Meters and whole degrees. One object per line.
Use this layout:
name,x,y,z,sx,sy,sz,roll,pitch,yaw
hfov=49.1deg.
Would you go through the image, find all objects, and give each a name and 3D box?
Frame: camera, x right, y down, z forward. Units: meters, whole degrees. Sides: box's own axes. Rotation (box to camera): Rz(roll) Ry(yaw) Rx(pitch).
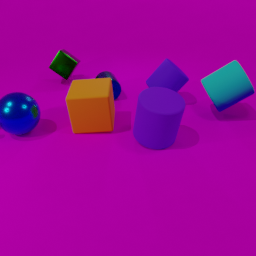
ball,-3.225,-0.427,8.230,1.262,1.262,1.262,0,33,0
cube,-1.086,-0.694,8.555,1.227,1.227,1.227,-3,35,3
cylinder,-0.754,-1.554,10.358,0.860,0.860,0.860,-8,34,-13
cube,-2.566,-2.602,11.426,0.854,0.854,0.854,34,15,-12
cylinder,3.151,-1.317,8.904,1.211,1.211,1.211,-30,27,19
cylinder,0.836,-0.283,7.820,1.274,1.274,1.274,5,40,-4
cylinder,1.379,-1.675,9.854,1.103,1.103,1.103,37,21,-17
